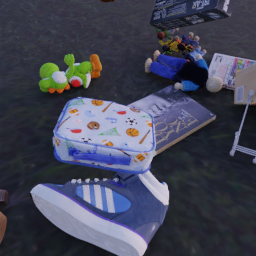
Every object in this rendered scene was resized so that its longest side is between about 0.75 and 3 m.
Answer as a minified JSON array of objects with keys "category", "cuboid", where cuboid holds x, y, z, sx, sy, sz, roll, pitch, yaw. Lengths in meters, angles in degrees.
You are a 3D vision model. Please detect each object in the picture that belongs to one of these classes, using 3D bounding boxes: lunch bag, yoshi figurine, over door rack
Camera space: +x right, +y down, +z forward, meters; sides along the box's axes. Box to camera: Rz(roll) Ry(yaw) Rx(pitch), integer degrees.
[{"category":"lunch bag","cuboid":[-0.443,0.149,5.247,1.900,0.718,1.523,8,37,-3]},{"category":"yoshi figurine","cuboid":[-2.042,-1.930,9.407,2.108,1.185,1.180,-23,33,-19]},{"category":"over door rack","cuboid":[3.529,0.074,7.223,1.309,0.590,1.772,18,87,18]}]

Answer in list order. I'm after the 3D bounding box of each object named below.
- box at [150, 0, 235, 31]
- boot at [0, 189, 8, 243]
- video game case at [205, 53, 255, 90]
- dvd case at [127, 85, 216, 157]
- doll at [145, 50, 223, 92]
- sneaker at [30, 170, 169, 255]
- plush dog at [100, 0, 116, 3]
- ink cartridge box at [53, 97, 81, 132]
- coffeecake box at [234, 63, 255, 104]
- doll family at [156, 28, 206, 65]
[{"category":"box","cuboid":[1.795,-3.913,7.608,0.571,2.103,2.625,12,1,-34]},{"category":"boot","cuboid":[-3.174,1.906,5.914,1.084,0.521,1.483,-9,44,0]},{"category":"video game case","cuboid":[3.795,-1.980,10.007,1.776,0.224,1.949,16,46,16]},{"category":"dvd case","cuboid":[0.985,-0.318,8.318,2.627,0.210,1.953,-28,51,-25]},{"category":"doll","cuboid":[1.970,-1.932,9.566,2.653,0.643,1.810,28,61,26]},{"category":"sneaker","cuboid":[-0.458,1.365,6.015,2.670,1.076,1.955,19,46,19]},{"category":"plush dog","cuboid":[-0.851,-5.035,8.312,2.018,2.515,2.160,-8,45,5]},{"category":"ink cartridge box","cuboid":[-1.250,-0.118,7.748,0.973,0.567,1.345,17,55,16]},{"category":"coffeecake box","cuboid":[4.812,-1.179,7.740,2.941,1.075,2.258,2,2,2]},{"category":"doll family","cuboid":[1.982,-3.118,10.732,2.238,0.878,1.293,30,47,23]}]
